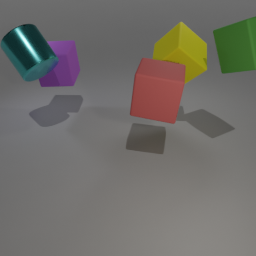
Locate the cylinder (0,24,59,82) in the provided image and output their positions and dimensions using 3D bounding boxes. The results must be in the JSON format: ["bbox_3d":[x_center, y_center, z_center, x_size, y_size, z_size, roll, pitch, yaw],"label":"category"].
[{"bbox_3d":[-3.340,-2.547,9.584,1.400,1.400,1.400,-35,1,1],"label":"cylinder"}]

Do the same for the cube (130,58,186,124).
[{"bbox_3d":[0.925,-1.173,8.623,1.400,1.400,1.400,11,35,6],"label":"cube"}]

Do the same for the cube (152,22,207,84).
[{"bbox_3d":[1.855,-2.586,10.099,1.400,1.400,1.400,30,52,-26],"label":"cube"}]

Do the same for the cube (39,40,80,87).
[{"bbox_3d":[-2.877,-2.639,11.484,1.400,1.400,1.400,-1,39,5],"label":"cube"}]

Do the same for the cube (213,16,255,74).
[{"bbox_3d":[3.689,-2.555,8.469,1.400,1.400,1.400,-22,14,-21],"label":"cube"}]
